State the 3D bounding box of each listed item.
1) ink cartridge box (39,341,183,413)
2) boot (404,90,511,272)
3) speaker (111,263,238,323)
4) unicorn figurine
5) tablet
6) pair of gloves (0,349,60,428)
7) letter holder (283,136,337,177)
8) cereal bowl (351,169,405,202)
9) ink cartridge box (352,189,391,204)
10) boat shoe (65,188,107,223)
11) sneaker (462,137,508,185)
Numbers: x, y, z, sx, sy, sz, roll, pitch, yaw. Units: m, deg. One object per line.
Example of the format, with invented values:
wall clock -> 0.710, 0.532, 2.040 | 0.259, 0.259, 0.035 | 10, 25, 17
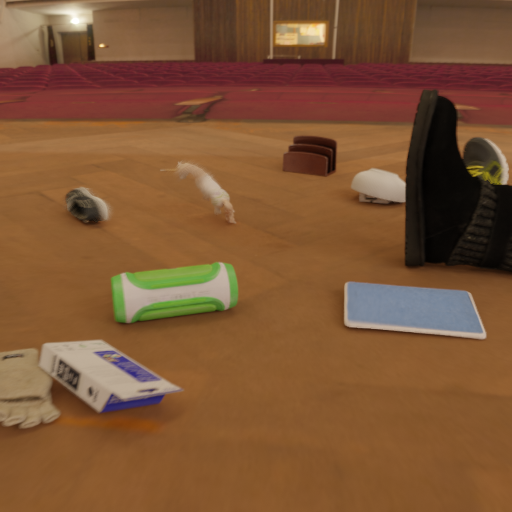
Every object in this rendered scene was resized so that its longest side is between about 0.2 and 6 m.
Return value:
ink cartridge box -> -1.697, 1.408, 6.448 | 1.694, 0.332, 0.842 | 17, 7, 41
boot -> 3.821, -1.190, 9.476 | 2.498, 3.341, 1.257 | 2, 34, 16
speaker -> -1.220, 0.543, 8.389 | 1.801, 0.796, 0.796 | -6, 22, -16
unicorn figurine -> -1.107, -1.501, 12.574 | 1.765, 0.652, 1.212 | 31, -12, 16
tablet -> 2.320, 0.804, 8.435 | 1.967, 0.134, 1.280 | 4, 27, 7
pair of gloves -> -3.295, 1.610, 6.269 | 1.903, 0.334, 1.618 | -7, 17, -31
letter holder -> 1.664, -3.129, 17.358 | 1.509, 1.072, 0.759 | 12, 25, 28
cereal bowl -> 3.194, -1.848, 14.300 | 1.459, 0.608, 1.459 | 13, 16, -4
ink cartridge box -> 3.002, -1.585, 14.412 | 0.938, 0.318, 0.544 | 8, 21, 27
boat shoe -> -4.035, -1.176, 12.835 | 0.523, 0.656, 1.735 | -13, 21, -40
sneaker -> 4.436, -1.302, 11.078 | 0.932, 2.203, 0.820 | -2, -8, -39
